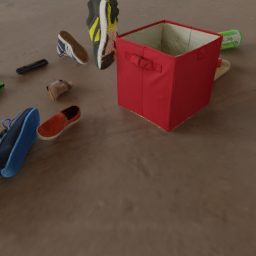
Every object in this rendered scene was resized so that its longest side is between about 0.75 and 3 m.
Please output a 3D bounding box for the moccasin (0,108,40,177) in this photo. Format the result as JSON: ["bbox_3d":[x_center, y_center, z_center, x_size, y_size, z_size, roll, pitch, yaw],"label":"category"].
[{"bbox_3d":[-3.083,0.214,7.511,0.826,0.974,2.421,0,36,6],"label":"moccasin"}]

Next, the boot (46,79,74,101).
[{"bbox_3d":[-2.405,-1.415,10.089,0.911,0.438,1.246,-17,39,-20],"label":"boot"}]

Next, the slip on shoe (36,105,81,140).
[{"bbox_3d":[-2.039,-0.213,8.344,0.610,0.504,1.648,42,50,13],"label":"slip on shoe"}]

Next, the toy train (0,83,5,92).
[{"bbox_3d":[-4.915,-1.263,10.053,0.365,0.270,1.293,1,36,19],"label":"toy train"}]

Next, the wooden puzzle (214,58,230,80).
[{"bbox_3d":[2.544,-2.593,11.481,2.536,0.634,2.738,25,44,29],"label":"wooden puzzle"}]

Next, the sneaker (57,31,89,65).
[{"bbox_3d":[-2.526,-3.358,12.596,0.661,1.023,1.887,-32,77,-39],"label":"sneaker"}]

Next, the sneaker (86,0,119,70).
[{"bbox_3d":[-0.813,-2.918,8.625,0.929,2.195,0.817,25,31,31],"label":"sneaker"}]

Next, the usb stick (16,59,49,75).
[{"bbox_3d":[-4.016,-2.588,11.812,0.397,0.233,1.432,30,46,29],"label":"usb stick"}]

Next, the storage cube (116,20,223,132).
[{"bbox_3d":[1.245,-1.759,8.901,2.307,2.426,2.699,30,46,34],"label":"storage cube"}]

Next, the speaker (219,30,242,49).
[{"bbox_3d":[4.481,-4.186,13.432,1.949,0.862,0.862,-16,40,-19],"label":"speaker"}]
